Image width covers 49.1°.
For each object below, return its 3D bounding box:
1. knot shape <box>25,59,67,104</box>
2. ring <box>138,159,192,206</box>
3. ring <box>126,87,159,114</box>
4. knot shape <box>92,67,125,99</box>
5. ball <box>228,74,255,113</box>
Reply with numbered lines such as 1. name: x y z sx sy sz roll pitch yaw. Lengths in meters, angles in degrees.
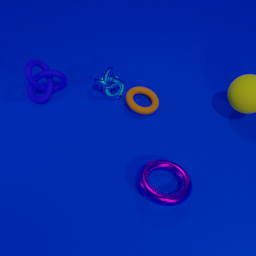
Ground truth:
1. knot shape: -2.842 -1.453 9.292 1.412 1.321 0.653 26 8 -25
2. ring: 0.968 1.397 7.333 1.443 0.289 1.443 5 41 -4
3. ring: 0.474 -0.915 9.181 1.113 0.223 1.113 8 53 -11
4. knot shape: -0.590 -1.596 9.538 1.123 0.519 1.051 31 51 -10
5. ball: 3.558 -1.005 8.298 1.148 1.148 1.148 0 53 0
